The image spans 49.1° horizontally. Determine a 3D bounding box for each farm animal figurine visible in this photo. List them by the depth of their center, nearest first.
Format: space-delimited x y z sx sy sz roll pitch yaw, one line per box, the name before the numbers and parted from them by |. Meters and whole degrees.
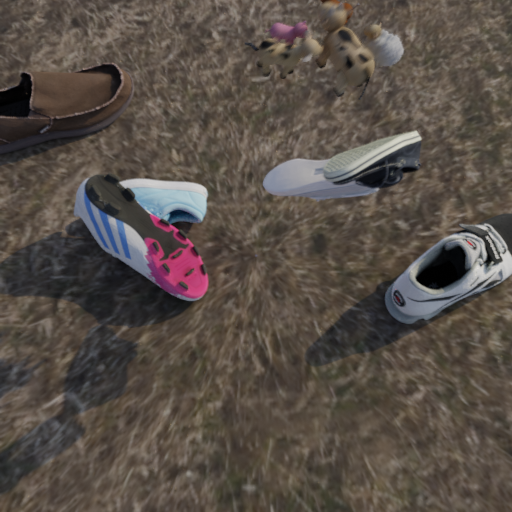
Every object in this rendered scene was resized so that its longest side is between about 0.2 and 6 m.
farm animal figurine | 0.962 -2.848 7.498 1.642 0.866 1.660 43 75 5

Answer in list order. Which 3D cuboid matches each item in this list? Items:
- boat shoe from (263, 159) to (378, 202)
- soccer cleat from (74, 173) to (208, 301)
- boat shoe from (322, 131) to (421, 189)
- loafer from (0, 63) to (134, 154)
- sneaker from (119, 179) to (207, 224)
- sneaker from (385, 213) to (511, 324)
boat shoe | 1.010 -1.140 8.703 1.896 0.649 0.682 -8 52 32
soccer cleat | -2.188 -0.235 10.610 3.027 1.307 1.057 46 47 -4
boat shoe | 1.543 -1.132 7.061 1.935 0.722 0.602 -25 107 -46
loafer | -4.287 -3.194 11.683 3.577 1.270 1.306 -25 68 -11
sneaker | -2.020 -0.957 10.958 2.116 0.782 0.867 -3 62 -1
sneaker | 3.914 0.057 10.175 3.242 1.435 1.201 -32 68 -15
